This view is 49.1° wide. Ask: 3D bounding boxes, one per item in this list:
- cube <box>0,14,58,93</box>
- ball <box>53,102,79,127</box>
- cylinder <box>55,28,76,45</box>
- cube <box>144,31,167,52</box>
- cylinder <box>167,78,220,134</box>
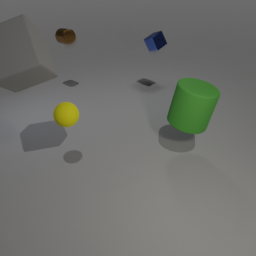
[{"bbox_3d":[-2.972,-1.951,7.662,1.400,1.400,1.400,-20,-4,3],"label":"cube"},{"bbox_3d":[-1.707,-0.369,7.746,0.700,0.700,0.700,0,31,0],"label":"ball"},{"bbox_3d":[-2.916,-4.273,13.080,0.700,0.700,0.700,-27,36,-37],"label":"cylinder"},{"bbox_3d":[1.328,-4.172,13.535,0.700,0.700,0.700,-40,26,-20],"label":"cube"},{"bbox_3d":[2.138,-0.745,9.282,1.400,1.400,1.400,9,33,-6],"label":"cylinder"}]
